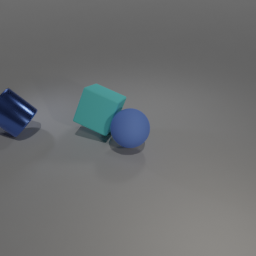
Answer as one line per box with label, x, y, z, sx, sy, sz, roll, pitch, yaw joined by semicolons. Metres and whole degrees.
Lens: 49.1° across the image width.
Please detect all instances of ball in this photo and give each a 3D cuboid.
ball;0.079;0.005;9.914;1.400;1.400;1.400;0;31;0

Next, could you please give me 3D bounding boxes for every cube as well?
cube;-1.064;-0.750;10.849;1.400;1.400;1.400;24;18;5

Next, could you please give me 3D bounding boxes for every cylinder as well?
cylinder;-4.514;-0.586;10.884;1.400;1.400;1.400;40;25;-19
